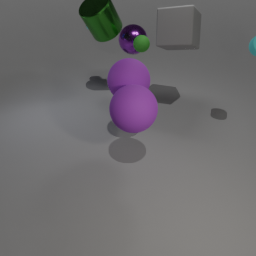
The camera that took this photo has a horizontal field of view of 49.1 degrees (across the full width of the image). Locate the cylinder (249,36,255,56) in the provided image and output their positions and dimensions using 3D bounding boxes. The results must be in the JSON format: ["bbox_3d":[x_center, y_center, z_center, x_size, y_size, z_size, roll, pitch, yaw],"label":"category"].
[{"bbox_3d":[4.379,-2.722,9.130,0.700,0.700,0.700,7,9,11],"label":"cylinder"}]

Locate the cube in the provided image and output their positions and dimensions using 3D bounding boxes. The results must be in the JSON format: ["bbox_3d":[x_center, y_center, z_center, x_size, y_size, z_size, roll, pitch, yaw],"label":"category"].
[{"bbox_3d":[1.993,-3.843,10.931,1.400,1.400,1.400,6,10,25],"label":"cube"}]

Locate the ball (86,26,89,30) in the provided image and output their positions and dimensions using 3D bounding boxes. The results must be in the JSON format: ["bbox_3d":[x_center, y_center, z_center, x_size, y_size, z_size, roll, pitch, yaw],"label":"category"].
[{"bbox_3d":[-1.595,-4.788,12.824,0.700,0.700,0.700,0,33,0],"label":"ball"}]

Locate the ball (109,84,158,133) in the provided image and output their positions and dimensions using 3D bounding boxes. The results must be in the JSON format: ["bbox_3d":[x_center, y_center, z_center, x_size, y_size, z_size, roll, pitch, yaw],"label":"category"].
[{"bbox_3d":[0.160,-0.553,8.093,1.400,1.400,1.400,0,33,0],"label":"ball"}]

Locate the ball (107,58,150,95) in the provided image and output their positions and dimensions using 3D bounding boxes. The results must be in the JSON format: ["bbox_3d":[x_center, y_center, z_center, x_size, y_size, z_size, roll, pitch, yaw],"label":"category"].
[{"bbox_3d":[0.027,-1.556,9.125,1.400,1.400,1.400,0,33,0],"label":"ball"}]

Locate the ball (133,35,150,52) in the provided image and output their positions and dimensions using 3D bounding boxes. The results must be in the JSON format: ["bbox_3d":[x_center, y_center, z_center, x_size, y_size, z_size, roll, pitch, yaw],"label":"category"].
[{"bbox_3d":[0.569,-3.536,11.765,0.700,0.700,0.700,0,33,0],"label":"ball"}]

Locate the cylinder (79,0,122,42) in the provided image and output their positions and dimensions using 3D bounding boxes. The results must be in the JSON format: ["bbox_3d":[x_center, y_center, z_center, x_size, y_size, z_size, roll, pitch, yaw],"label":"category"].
[{"bbox_3d":[-1.122,-4.591,11.697,1.400,1.400,1.400,-11,58,18],"label":"cylinder"}]

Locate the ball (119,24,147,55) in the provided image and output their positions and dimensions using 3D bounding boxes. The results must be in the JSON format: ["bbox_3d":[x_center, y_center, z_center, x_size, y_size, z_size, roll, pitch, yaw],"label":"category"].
[{"bbox_3d":[0.242,-4.269,13.520,1.400,1.400,1.400,0,33,0],"label":"ball"}]
